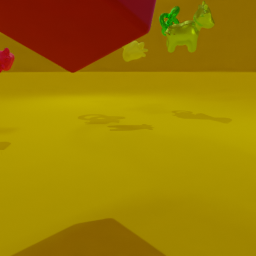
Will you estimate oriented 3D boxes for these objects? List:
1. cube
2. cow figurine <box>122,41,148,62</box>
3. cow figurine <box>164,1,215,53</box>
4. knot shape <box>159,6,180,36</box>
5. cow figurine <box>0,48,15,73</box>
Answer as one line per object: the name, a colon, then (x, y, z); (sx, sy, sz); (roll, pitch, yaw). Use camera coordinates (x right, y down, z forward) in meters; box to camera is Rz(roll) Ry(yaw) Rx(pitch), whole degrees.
cube: (-0.584, -1.583, 2.761); (1.338, 1.338, 1.338); (27, -24, -35)
cow figurine: (-0.061, -2.712, 8.339); (1.389, 1.411, 0.775); (11, -16, -7)
cow figurine: (2.140, -3.547, 9.873); (1.692, 1.665, 0.929); (-1, 40, 1)
knot shape: (1.671, -4.165, 10.818); (0.554, 1.122, 1.199); (28, 8, 26)
cow figurine: (-3.188, -1.709, 6.306); (1.143, 0.627, 1.125); (21, 10, -41)
